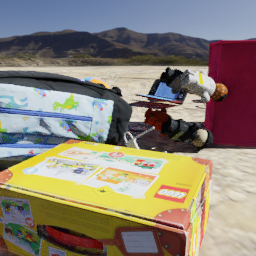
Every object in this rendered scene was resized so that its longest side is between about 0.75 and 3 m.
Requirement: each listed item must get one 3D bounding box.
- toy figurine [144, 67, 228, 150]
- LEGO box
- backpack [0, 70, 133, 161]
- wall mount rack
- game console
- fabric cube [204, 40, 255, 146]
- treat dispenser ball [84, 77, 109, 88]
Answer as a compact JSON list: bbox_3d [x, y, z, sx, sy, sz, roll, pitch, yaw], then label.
[{"bbox_3d":[1.393,-0.507,6.725,1.251,1.770,1.798,19,5,-21],"label":"toy figurine"},{"bbox_3d":[-0.230,0.884,3.410,2.242,0.865,1.669,7,17,23],"label":"LEGO box"},{"bbox_3d":[-1.869,-0.296,5.847,2.997,2.304,2.445,19,6,-35],"label":"backpack"},{"bbox_3d":[0.294,0.375,5.200,0.318,0.854,0.742,-23,-7,-35],"label":"wall mount rack"},{"bbox_3d":[1.513,-1.641,12.052,1.823,1.571,1.082,16,-20,34],"label":"game console"},{"bbox_3d":[3.397,-1.030,7.481,2.431,2.470,2.478,2,15,11],"label":"fabric cube"},{"bbox_3d":[-1.217,-1.006,9.417,1.379,1.379,1.379,0,15,0],"label":"treat dispenser ball"}]
